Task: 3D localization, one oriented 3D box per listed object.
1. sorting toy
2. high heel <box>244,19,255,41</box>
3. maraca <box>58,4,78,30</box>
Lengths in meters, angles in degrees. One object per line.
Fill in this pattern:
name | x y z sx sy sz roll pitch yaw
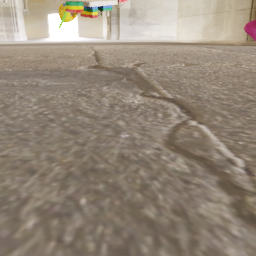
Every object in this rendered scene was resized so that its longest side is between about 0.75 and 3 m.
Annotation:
sorting toy | -1.209 -3.717 8.622 1.376 0.483 2.855 18 32 26
high heel | 3.131 -2.032 5.729 1.167 0.820 2.434 27 40 18
maraca | -2.026 -3.765 9.256 0.612 1.143 0.784 29 0 -13
